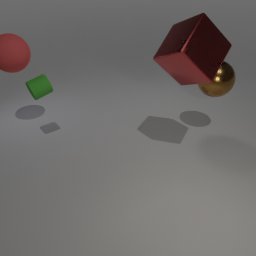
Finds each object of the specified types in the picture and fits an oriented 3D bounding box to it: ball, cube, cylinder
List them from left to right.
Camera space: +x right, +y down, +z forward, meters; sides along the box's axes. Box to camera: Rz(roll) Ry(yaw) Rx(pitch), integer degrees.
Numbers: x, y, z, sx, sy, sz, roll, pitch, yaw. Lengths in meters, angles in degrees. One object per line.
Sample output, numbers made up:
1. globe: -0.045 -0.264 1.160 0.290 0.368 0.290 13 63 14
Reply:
1. ball: -4.308 -2.738 10.274 1.400 1.400 1.400 0 30 0
2. cylinder: -3.101 -1.436 9.817 0.700 0.700 0.700 -32 40 -18
3. cube: 1.904 -2.268 8.382 1.400 1.400 1.400 -59 26 -11
4. ball: 3.316 -1.863 10.574 1.400 1.400 1.400 0 30 0
